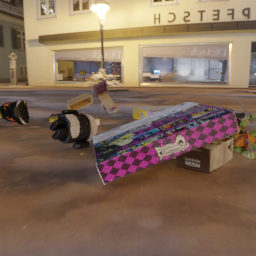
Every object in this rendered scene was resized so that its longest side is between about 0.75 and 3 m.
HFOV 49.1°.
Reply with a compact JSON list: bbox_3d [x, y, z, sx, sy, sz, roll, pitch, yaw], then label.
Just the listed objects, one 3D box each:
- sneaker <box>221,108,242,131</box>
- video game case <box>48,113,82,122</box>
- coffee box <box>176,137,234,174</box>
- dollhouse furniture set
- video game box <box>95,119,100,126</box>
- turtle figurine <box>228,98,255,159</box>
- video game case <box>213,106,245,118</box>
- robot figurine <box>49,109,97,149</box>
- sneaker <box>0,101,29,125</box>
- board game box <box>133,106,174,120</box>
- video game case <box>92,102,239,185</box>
[{"bbox_3d":[3.026,-0.151,8.650,2.120,0.840,0.799,-12,33,-45],"label":"sneaker"},{"bbox_3d":[-2.733,-0.477,12.434,1.385,0.195,1.532,-2,10,-8],"label":"video game case"},{"bbox_3d":[1.719,0.514,6.194,0.768,0.535,1.342,9,14,39],"label":"coffee box"},{"bbox_3d":[-1.728,-0.846,14.507,2.426,1.922,1.722,-26,61,-16],"label":"dollhouse furniture set"},{"bbox_3d":[-1.840,-0.198,10.496,1.122,0.288,1.231,3,9,24],"label":"video game box"},{"bbox_3d":[3.006,0.199,6.571,1.381,1.424,1.025,4,38,-11],"label":"turtle figurine"},{"bbox_3d":[3.692,-0.752,13.345,2.904,0.275,2.074,-4,15,-18],"label":"video game case"},{"bbox_3d":[-1.452,0.017,7.599,1.276,0.959,0.796,-5,15,-44],"label":"robot figurine"},{"bbox_3d":[-4.742,-0.585,11.397,1.211,0.941,2.690,-11,10,-14],"label":"sneaker"},{"bbox_3d":[1.543,-0.532,11.796,1.971,0.519,2.575,-3,11,-18],"label":"board game box"},{"bbox_3d":[0.558,0.151,6.065,2.662,0.477,2.413,-21,12,-6],"label":"video game case"}]
